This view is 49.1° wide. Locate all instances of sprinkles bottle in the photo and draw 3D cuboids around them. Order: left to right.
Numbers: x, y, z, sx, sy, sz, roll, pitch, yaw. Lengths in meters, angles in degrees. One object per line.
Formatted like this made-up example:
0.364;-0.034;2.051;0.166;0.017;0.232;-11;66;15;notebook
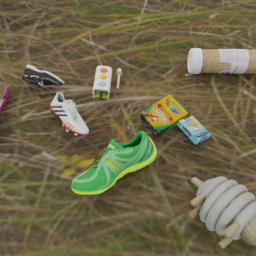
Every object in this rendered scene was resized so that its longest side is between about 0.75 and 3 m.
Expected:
3.243;-2.209;9.278;2.420;0.826;0.826;0;62;0;sprinkles bottle

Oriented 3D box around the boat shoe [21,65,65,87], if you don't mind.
-2.715;-1.539;8.820;1.677;0.619;0.506;23;79;26;boat shoe

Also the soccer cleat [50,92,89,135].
-1.709;-0.422;8.258;1.683;0.717;0.577;41;29;30;soccer cleat

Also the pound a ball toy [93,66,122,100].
-0.627;-1.515;8.827;0.837;0.545;1.283;6;51;-3;pound a ball toy

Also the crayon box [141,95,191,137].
1.189;-0.447;8.605;1.373;0.349;0.871;-33;66;-16;crayon box

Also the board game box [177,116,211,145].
1.953;0.047;8.288;0.626;0.194;0.829;-19;57;-35;board game box

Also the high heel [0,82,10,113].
-4.283;-0.416;8.529;0.722;1.028;2.144;23;79;-19;high heel

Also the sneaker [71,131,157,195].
-0.436;0.858;7.408;2.500;1.045;0.926;-29;23;-19;sneaker

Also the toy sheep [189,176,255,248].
2.319;1.904;6.758;1.486;1.486;2.156;-34;53;-17;toy sheep
